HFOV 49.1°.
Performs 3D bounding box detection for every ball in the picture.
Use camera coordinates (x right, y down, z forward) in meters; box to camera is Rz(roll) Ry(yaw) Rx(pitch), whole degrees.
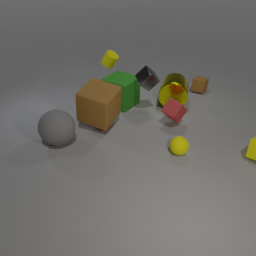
[{"bbox_3d":[1.892,0.655,10.337,0.700,0.700,0.700,0,31,0],"label":"ball"},{"bbox_3d":[-2.741,-0.025,10.772,1.400,1.400,1.400,0,31,0],"label":"ball"}]

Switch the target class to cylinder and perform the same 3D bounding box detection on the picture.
[{"bbox_3d":[-0.953,-3.638,14.845,0.700,0.700,0.700,23,40,-21],"label":"cylinder"},{"bbox_3d":[2.264,-1.831,13.827,1.400,1.400,1.400,6,31,10],"label":"cylinder"}]

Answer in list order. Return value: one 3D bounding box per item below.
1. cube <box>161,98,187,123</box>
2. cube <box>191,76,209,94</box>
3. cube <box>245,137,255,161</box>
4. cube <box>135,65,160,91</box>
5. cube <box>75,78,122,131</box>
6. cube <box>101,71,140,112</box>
[{"bbox_3d":[1.987,-0.746,12.011,0.700,0.700,0.700,36,1,34],"label":"cube"},{"bbox_3d":[3.924,-2.379,15.290,0.700,0.700,0.700,20,32,26],"label":"cube"},{"bbox_3d":[4.729,0.769,9.984,0.700,0.700,0.700,23,21,35],"label":"cube"},{"bbox_3d":[0.873,-2.230,12.590,0.700,0.700,0.700,25,35,-44],"label":"cube"},{"bbox_3d":[-1.202,-0.999,11.613,1.400,1.400,1.400,19,43,15],"label":"cube"},{"bbox_3d":[-0.337,-1.826,13.766,1.400,1.400,1.400,20,37,28],"label":"cube"}]
